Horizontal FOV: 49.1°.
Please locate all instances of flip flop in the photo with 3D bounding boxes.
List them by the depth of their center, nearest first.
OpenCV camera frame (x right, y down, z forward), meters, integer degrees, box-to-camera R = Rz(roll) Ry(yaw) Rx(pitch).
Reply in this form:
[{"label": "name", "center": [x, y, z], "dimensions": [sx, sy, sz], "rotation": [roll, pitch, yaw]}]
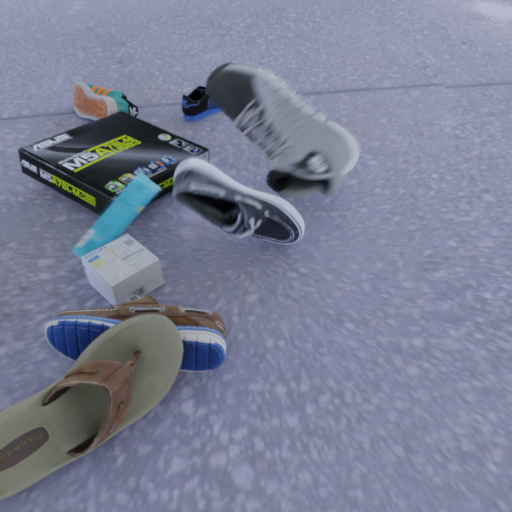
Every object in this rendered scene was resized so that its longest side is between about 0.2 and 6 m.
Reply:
[{"label": "flip flop", "center": [-2.267, 1.952, 7.315], "dimensions": [3.245, 1.316, 0.934], "rotation": [-32, 7, -27]}]

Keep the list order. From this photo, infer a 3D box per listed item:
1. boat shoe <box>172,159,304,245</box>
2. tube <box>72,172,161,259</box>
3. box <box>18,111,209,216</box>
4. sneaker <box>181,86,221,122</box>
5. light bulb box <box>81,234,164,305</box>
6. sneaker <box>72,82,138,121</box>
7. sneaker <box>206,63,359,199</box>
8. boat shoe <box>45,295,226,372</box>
[{"label": "boat shoe", "center": [-0.283, -0.761, 10.197], "dimensions": [2.728, 0.979, 0.925], "rotation": [29, 40, -24]}, {"label": "tube", "center": [-2.570, -0.684, 10.290], "dimensions": [0.743, 0.483, 1.918], "rotation": [38, 87, 33]}, {"label": "box", "center": [-3.039, -2.090, 12.304], "dimensions": [2.880, 0.709, 2.982], "rotation": [29, 42, 23]}, {"label": "sneaker", "center": [-1.261, -4.240, 14.995], "dimensions": [0.643, 0.714, 1.832], "rotation": [27, 48, 28]}, {"label": "light bulb box", "center": [-2.354, 0.267, 9.901], "dimensions": [1.003, 0.631, 1.011], "rotation": [-32, 50, -31]}, {"label": "sneaker", "center": [-3.998, -3.971, 14.705], "dimensions": [0.979, 0.874, 2.449], "rotation": [-9, 32, -41]}, {"label": "sneaker", "center": [0.327, -2.370, 11.236], "dimensions": [3.573, 1.340, 2.063], "rotation": [30, 51, -3]}, {"label": "boat shoe", "center": [-1.816, 1.178, 8.728], "dimensions": [2.719, 0.982, 0.984], "rotation": [9, 36, -5]}]
